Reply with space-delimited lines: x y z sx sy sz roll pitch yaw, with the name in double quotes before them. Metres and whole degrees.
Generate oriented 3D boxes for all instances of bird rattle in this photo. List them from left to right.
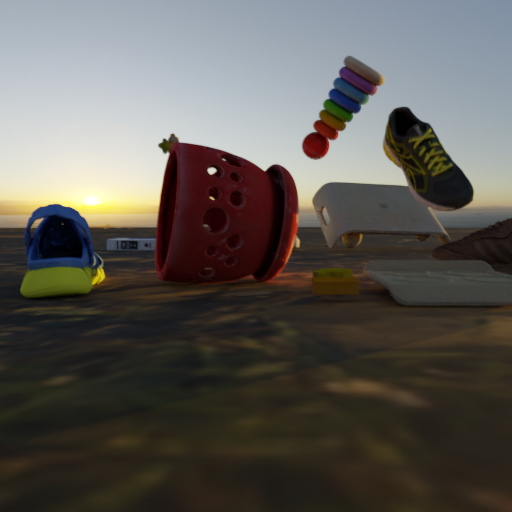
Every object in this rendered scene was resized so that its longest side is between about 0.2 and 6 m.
"bird rattle" -1.511 -1.886 10.202 0.409 0.726 0.592 -9 -24 -22

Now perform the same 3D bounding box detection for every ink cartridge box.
"ink cartridge box" -2.559 -0.259 12.615 1.434 0.281 0.713 -1 3 12

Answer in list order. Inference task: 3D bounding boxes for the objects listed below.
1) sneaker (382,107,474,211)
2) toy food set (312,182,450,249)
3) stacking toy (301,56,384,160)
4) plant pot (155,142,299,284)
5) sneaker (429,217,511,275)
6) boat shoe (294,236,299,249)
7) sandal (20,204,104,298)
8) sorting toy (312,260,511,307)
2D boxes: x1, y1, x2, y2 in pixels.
"sneaker" 2.374 -1.404 8.025 0.710 1.908 0.807 -31 -37 -3
"toy food set" 2.836 -0.814 12.924 2.772 0.837 1.989 2 37 -10
"stacking toy" 1.176 -2.045 8.060 0.645 1.511 0.645 27 21 -11
"plant pot" -0.343 -0.387 6.082 1.350 1.482 1.482 9 1 -18
"sneaker" 3.142 -0.145 7.017 0.720 0.772 2.043 -3 5 -40
"boat shoe" 0.290 -0.568 13.075 0.833 0.820 2.348 -1 4 -20
"sandal" -1.939 -0.078 5.687 0.768 0.841 1.933 -3 3 -18
"sorting toy" 1.441 0.269 5.087 1.921 0.257 1.431 0 8 1
